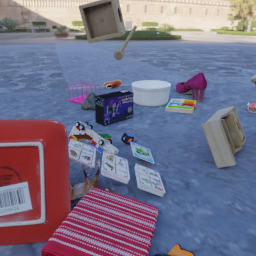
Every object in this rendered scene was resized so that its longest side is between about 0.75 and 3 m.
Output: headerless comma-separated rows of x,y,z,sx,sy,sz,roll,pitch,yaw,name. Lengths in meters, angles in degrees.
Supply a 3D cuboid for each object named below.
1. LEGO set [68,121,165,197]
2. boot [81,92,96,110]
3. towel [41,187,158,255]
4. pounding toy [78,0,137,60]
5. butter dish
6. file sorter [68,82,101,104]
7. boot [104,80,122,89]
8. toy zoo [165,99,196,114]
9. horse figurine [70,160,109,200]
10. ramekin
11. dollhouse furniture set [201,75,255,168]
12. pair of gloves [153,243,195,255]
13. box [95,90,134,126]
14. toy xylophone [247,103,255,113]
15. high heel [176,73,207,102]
-0.424,0.662,6.958,2.217,0.728,2.968,22,16,-12,LEGO set
-1.148,-1.057,11.559,1.301,0.472,1.182,2,43,23,boot
-0.305,1.629,4.489,1.406,0.219,1.944,16,18,10,towel
-0.586,-4.031,11.459,2.074,2.361,1.080,-9,24,13,pounding toy
-2.080,0.903,5.102,2.062,2.056,1.524,-2,-2,-9,butter dish
-1.946,-1.574,12.553,1.307,0.820,0.909,17,27,37,file sorter
-0.788,-2.354,15.298,1.008,0.378,0.541,-11,28,-11,boot
2.290,-0.984,11.910,1.106,0.172,1.686,7,23,18,toy zoo
-1.023,1.146,5.691,1.337,0.886,0.334,-7,2,5,horse figurine
1.019,-1.557,12.468,1.736,0.846,1.736,0,21,0,ramekin
3.469,-0.121,6.864,2.671,2.341,1.774,-18,7,35,dollhouse furniture set
0.136,1.979,4.208,1.455,0.180,1.296,19,26,34,pair of gloves
-0.480,-0.751,10.150,1.416,1.000,0.558,-19,32,-40,box
5.378,-0.793,11.251,1.162,0.292,0.851,8,22,20,toy xylophone
3.062,-2.240,13.591,0.920,1.311,2.728,-6,22,-15,high heel
